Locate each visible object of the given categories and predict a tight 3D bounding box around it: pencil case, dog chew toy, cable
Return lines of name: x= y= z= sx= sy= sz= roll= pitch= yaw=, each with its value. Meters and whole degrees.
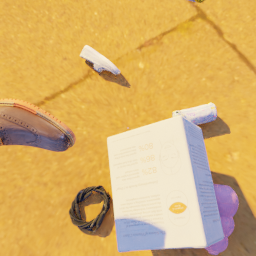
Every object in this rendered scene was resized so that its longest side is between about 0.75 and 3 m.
pencil case: x=1.969 y=-0.374 z=8.333 sx=1.289 sy=0.584 sz=0.536 roll=-12 pitch=30 yaw=-6
dog chew toy: x=2.241 y=2.321 z=7.188 sx=1.073 sy=1.073 sz=1.724 roll=7 pitch=79 yaw=2
cable: x=-1.031 y=2.124 z=7.649 sx=1.001 sy=0.312 sz=1.227 roll=20 pitch=74 yaw=12

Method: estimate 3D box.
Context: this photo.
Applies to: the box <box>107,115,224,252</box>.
box: x=0.844 y=1.402 z=6.795 sx=2.102 sy=1.468 sz=2.761 roll=-17 pitch=69 yaw=28

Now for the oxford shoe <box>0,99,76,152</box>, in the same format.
oxford shoe: x=-2.328 y=0.075 z=4.751 sx=2.827 sy=1.008 sz=1.031 roll=14 pitch=56 yaw=0

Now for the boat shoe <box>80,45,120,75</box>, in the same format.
boat shoe: x=-0.923 y=-2.079 z=8.993 sx=1.486 sy=0.535 sz=0.509 roll=37 pitch=94 yaw=6

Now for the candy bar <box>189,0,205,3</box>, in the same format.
candy bar: x=0.749 y=-3.427 z=5.907 sx=0.720 sy=2.887 sz=0.320 roll=36 pitch=105 yaw=45
